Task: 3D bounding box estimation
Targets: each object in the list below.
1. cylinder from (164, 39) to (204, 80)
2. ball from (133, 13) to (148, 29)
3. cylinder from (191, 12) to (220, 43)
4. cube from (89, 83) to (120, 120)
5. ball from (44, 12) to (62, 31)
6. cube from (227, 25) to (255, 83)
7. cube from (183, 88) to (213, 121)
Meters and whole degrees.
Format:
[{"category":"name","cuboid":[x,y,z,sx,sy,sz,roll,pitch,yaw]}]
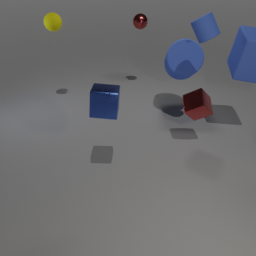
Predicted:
[{"category":"cylinder","cuboid":[2.189,-2.689,11.162,1.400,1.400,1.400,2,4,4]},{"category":"ball","cuboid":[0.581,-5.000,13.144,0.700,0.700,0.700,0,29,0]},{"category":"cylinder","cuboid":[2.421,-3.126,8.752,0.700,0.700,0.700,-27,15,8]},{"category":"cube","cuboid":[-0.583,-0.684,7.124,0.700,0.700,0.700,5,26,-1]},{"category":"ball","cuboid":[-2.958,-4.174,11.034,0.700,0.700,0.700,0,29,0]},{"category":"cube","cuboid":[4.340,-2.452,9.447,1.400,1.400,1.400,10,39,2]},{"category":"cube","cuboid":[2.293,-0.765,9.218,0.700,0.700,0.700,-20,55,34]}]
